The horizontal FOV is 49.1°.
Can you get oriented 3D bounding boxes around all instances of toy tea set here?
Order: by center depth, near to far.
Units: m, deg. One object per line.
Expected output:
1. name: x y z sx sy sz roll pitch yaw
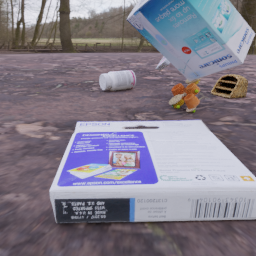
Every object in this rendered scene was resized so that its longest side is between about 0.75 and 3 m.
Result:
1. toy tea set: 2.168 -1.078 10.113 1.226 0.763 2.062 -27 24 30

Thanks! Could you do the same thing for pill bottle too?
1. pill bottle: -0.494 -2.237 13.246 1.578 0.894 0.894 -11 21 -29

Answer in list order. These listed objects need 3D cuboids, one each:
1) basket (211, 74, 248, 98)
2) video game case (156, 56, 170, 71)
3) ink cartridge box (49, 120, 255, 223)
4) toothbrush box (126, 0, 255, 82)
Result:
1. basket: 4.313 -1.821 11.956 0.951 0.911 1.276 -6 18 -20
2. video game case: 1.731 -2.960 9.119 0.209 2.325 1.664 33 3 -5
3. ink cartridge box: 0.355 0.558 5.035 2.888 0.633 2.915 -1 20 -3
4. toothbrush box: 1.374 -2.244 6.205 2.252 0.960 1.649 38 -22 -23
